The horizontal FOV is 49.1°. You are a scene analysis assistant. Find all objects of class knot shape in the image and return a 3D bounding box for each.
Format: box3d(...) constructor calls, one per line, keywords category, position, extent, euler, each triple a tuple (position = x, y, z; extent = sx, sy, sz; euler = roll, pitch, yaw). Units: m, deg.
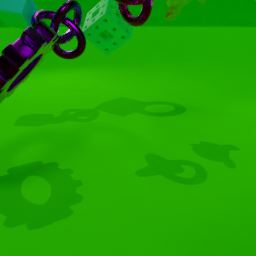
box3d(category="knot shape", position=(0.233, -2.742, 5.447), extent=(1.214, 1.298, 0.600), euler=(-19, 31, 19))
box3d(category="knot shape", position=(-1.887, -2.802, 8.304), extent=(1.691, 1.582, 0.781), euler=(-33, 31, -24))

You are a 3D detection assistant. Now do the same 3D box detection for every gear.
box3d(category="gear", position=(-1.873, -1.045, 4.755), extent=(0.318, 1.721, 1.721), euler=(42, 15, -15))

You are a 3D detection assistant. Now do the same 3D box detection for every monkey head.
box3d(category="monkey head", position=(1.295, -2.972, 6.140), extent=(0.933, 1.297, 0.781), euler=(26, 48, 0))

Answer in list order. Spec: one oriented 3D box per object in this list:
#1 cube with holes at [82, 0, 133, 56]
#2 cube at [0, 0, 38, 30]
box3d(category="cube with holes", position=(-0.634, -3.345, 9.129), extent=(1.138, 1.138, 1.138), euler=(-24, 45, 37))
box3d(category="cube", position=(-3.127, -3.356, 7.937), extent=(0.752, 0.752, 0.752), euler=(12, -17, 3))
